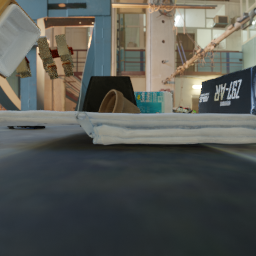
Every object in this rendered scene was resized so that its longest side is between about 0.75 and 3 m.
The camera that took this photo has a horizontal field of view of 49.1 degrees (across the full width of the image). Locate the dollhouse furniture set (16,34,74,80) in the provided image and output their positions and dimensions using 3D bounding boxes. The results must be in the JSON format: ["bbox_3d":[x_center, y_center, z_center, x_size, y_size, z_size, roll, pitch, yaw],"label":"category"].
[{"bbox_3d":[-3.006,-2.585,10.083,2.087,1.087,2.110,-13,-7,-8],"label":"dollhouse furniture set"}]

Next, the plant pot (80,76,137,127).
[{"bbox_3d":[-0.590,-0.874,9.610,1.883,1.670,1.878,-1,1,0],"label":"plant pot"}]

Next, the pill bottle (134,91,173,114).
[{"bbox_3d":[0.491,-0.773,11.139,2.462,1.364,1.364,0,2,4],"label":"pill bottle"}]

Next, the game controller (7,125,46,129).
[{"bbox_3d":[-2.825,-0.125,7.476,1.022,0.412,1.959,15,-4,-24],"label":"game controller"}]

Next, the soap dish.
[{"bbox_3d":[-3.451,-2.493,7.797,0.756,1.862,1.465,31,-6,22],"label":"soap dish"}]

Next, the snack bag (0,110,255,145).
[{"bbox_3d":[-0.036,-0.032,3.545,2.724,0.292,2.568,2,2,10],"label":"snack bag"}]

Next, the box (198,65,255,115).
[{"bbox_3d":[2.318,-0.282,3.391,2.378,0.518,1.905,6,2,-7],"label":"box"}]

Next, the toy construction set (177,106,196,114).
[{"bbox_3d":[2.916,-0.584,13.958,0.962,0.676,1.467,41,-24,-31],"label":"toy construction set"}]

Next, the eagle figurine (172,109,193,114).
[{"bbox_3d":[2.540,-0.556,12.850,0.861,1.135,0.856,-31,47,-5],"label":"eagle figurine"}]

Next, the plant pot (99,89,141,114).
[{"bbox_3d":[-0.182,-0.384,7.418,0.895,1.026,1.026,21,-8,-27],"label":"plant pot"}]
